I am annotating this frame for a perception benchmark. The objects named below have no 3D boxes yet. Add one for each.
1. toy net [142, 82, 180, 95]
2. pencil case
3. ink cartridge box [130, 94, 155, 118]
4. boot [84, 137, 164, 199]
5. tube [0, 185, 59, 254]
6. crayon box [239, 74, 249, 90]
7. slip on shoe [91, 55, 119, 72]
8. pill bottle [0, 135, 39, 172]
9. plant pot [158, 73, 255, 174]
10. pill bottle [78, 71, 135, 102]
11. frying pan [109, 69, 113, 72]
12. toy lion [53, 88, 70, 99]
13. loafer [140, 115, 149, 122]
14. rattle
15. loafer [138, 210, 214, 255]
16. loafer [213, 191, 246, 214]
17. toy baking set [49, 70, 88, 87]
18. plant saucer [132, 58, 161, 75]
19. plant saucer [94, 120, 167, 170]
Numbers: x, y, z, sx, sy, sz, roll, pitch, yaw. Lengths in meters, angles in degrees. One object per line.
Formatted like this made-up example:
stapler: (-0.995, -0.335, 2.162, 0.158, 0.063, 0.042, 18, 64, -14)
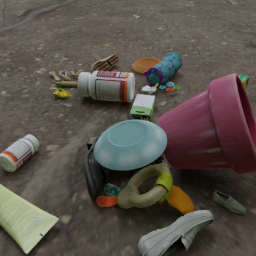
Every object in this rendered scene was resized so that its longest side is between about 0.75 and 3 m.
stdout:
toy net: (1.538, -1.804, 13.388, 1.774, 0.343, 0.931, -13, 41, -14)
pencil case: (1.864, -3.040, 14.443, 1.117, 1.028, 2.417, 32, 44, 14)
ink cartridge box: (0.631, -0.828, 11.909, 0.824, 0.470, 1.587, 7, 37, 10)
boot: (-0.083, 1.007, 8.996, 2.496, 0.992, 2.866, -2, 34, -2)
tube: (-3.315, 2.219, 7.689, 2.857, 0.829, 0.742, 24, 2, 25)
crayon box: (4.933, -1.742, 12.786, 0.445, 0.907, 1.528, 28, 45, 32)
slip on shoe: (-1.304, -3.468, 15.447, 1.889, 0.718, 0.572, -42, 14, -32)
pill bottle: (-3.665, 0.820, 9.479, 0.713, 0.713, 1.301, 16, 39, 20)
plant pot: (2.452, 0.112, 8.545, 2.549, 2.848, 2.848, -18, 27, 29)
pill bottle: (-0.956, -1.896, 12.653, 2.399, 1.314, 1.314, 5, 37, 8)
frying pan: (-1.342, -2.802, 14.801, 0.848, 0.228, 1.401, 6, 34, 7)
toy lion: (-3.147, -1.627, 13.223, 0.752, 0.270, 0.785, -2, 36, -15)
loafer: (0.680, -0.239, 11.268, 0.326, 0.290, 0.859, -9, 37, -12)
rattle: (0.466, 2.090, 8.130, 2.258, 1.613, 1.470, -33, 39, 13)
loafer: (1.289, 2.727, 6.948, 2.120, 0.741, 0.740, -22, 46, -16)
loafer: (2.901, 2.121, 8.031, 0.965, 0.337, 0.338, 23, 42, 28)
toy baking set: (-3.058, -2.579, 14.512, 2.267, 0.264, 1.740, 0, 34, 0)
plant saucer: (1.166, -3.478, 15.607, 1.893, 0.354, 1.893, 0, 37, 0)
plant saucer: (0.016, 0.291, 7.729, 2.089, 0.402, 2.089, -10, 35, 7)
